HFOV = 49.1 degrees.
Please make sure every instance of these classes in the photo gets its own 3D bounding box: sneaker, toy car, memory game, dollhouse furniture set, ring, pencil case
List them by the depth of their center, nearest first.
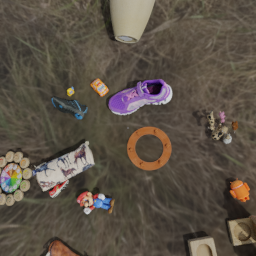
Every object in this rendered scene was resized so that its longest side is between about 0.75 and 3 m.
[{"bbox_3d":[3.499,4.300,8.988,2.526,2.058,2.402,-8,76,-2],"label":"dollhouse furniture set"},{"bbox_3d":[-4.292,1.807,10.198,1.993,0.127,1.993,-7,74,24],"label":"memory game"},{"bbox_3d":[-2.302,1.371,10.319,2.264,0.881,1.013,-27,80,-6],"label":"pencil case"},{"bbox_3d":[-2.583,2.198,10.415,0.855,0.329,0.363,-44,75,-10],"label":"sneaker"},{"bbox_3d":[0.431,-1.290,10.780,2.550,1.127,1.026,-15,76,5],"label":"sneaker"},{"bbox_3d":[0.827,0.768,10.845,1.719,0.165,1.719,0,77,0],"label":"ring"},{"bbox_3d":[-2.321,-0.884,11.141,1.481,0.542,0.607,28,57,4],"label":"sneaker"},{"bbox_3d":[-1.616,-1.486,11.211,1.594,0.531,0.782,-24,77,-7],"label":"toy car"}]

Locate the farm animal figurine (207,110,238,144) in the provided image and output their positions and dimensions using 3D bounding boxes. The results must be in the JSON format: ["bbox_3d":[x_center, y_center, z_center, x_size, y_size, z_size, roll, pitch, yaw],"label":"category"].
[{"bbox_3d":[3.425,0.022,10.473,1.197,1.184,0.624,22,43,11],"label":"farm animal figurine"}]

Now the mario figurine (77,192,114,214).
[{"bbox_3d":[-1.199,2.746,10.087,1.322,0.701,0.816,12,77,1],"label":"mario figurine"}]

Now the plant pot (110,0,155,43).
[{"bbox_3d":[0.069,-4.653,11.456,1.961,1.961,2.094,8,91,2],"label":"plant pot"}]

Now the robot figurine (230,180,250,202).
[{"bbox_3d":[4.114,2.286,10.309,0.597,0.484,0.830,-34,77,29],"label":"robot figurine"}]

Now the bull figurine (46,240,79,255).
[{"bbox_3d":[-2.023,4.688,9.561,1.888,0.615,1.146,30,46,14],"label":"bull figurine"}]
